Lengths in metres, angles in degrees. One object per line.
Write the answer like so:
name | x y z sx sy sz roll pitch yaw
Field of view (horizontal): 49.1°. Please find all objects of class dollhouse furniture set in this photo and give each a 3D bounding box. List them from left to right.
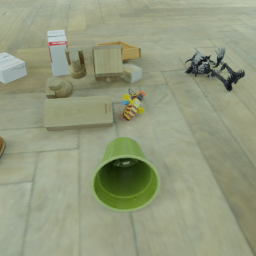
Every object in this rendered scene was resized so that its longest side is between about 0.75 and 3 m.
dollhouse furniture set | -1.456 -1.112 10.201 2.676 2.293 2.814 -4 73 -5

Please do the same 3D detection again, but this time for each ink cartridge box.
ink cartridge box | -5.234 -2.578 11.955 1.540 0.645 1.111 27 45 30
ink cartridge box | -3.031 -3.331 12.324 0.799 1.377 1.909 -9 39 -12

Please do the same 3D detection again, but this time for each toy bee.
toy bee | 0.210 -0.963 9.578 0.943 0.783 1.441 19 57 -43

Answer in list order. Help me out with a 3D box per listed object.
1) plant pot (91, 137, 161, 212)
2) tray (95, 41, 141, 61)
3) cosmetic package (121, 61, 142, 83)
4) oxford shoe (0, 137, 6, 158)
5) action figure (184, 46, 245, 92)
plant pot | -0.087 0.975 6.930 1.566 1.566 1.487 -2 25 -2
tray | -0.538 -3.538 12.876 1.345 0.505 2.727 -13 26 -16
cosmetic package | -0.062 -2.438 11.927 0.687 0.464 1.306 -30 47 -33
oxford shoe | -4.336 0.915 7.192 1.035 1.034 2.902 13 38 19
action figure | 3.410 -2.634 11.497 1.595 1.369 2.683 -31 48 -19
